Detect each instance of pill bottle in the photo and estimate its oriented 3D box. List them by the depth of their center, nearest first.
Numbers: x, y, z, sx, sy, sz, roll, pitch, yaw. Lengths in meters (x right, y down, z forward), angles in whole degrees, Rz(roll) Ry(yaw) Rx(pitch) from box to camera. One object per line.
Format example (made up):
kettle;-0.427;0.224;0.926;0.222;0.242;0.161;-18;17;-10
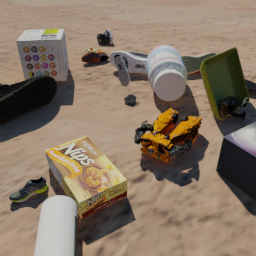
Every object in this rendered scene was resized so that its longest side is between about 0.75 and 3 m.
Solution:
pill bottle;1.445;-2.080;10.527;1.413;1.413;2.598;1;34;1

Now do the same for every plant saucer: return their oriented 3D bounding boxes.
plant saucer;3.219;-1.512;9.511;2.020;2.023;0.484;-27;13;-35

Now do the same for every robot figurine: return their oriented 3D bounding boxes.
robot figurine;1.164;0.185;7.808;1.595;0.640;2.199;20;38;28

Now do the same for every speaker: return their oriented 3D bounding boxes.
speaker;-1.255;2.061;4.891;0.730;0.730;1.797;-4;33;-7

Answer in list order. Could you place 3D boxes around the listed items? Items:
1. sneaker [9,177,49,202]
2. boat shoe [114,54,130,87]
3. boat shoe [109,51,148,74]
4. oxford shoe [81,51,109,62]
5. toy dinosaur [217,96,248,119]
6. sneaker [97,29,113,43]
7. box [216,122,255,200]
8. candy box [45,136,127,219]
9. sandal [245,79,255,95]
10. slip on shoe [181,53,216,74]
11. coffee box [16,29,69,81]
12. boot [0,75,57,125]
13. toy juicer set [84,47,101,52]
sneaker;-2.242;1.350;6.297;0.879;0.356;0.325;-24;40;-31
boat shoe;-0.117;-2.173;10.614;0.462;1.237;0.574;-14;2;29
boat shoe;0.398;-2.962;12.385;2.415;0.866;0.819;12;36;13
oxford shoe;-1.542;-3.348;13.316;1.380;0.491;0.501;-20;44;-28
toy dinosaur;3.335;-0.636;9.101;0.940;0.707;1.384;15;56;30
sneaker;-1.398;-5.311;16.159;0.874;0.580;1.536;-6;36;-12
box;3.437;0.768;6.478;1.851;1.150;1.866;-21;39;-27
candy box;-1.024;1.036;6.584;1.159;0.555;2.008;-20;38;-27
sandal;4.151;-2.079;11.306;0.974;0.548;2.561;-24;41;-32
slip on shoe;2.839;-2.825;12.389;2.257;0.836;0.691;-14;3;-12
coffee box;-3.468;-3.057;11.707;1.708;1.725;1.727;-4;34;-6
boot;-4.101;-1.284;9.644;2.081;1.047;2.784;24;41;32
toy juicer set;-1.775;-4.051;14.527;0.690;0.295;1.084;-19;37;-26
